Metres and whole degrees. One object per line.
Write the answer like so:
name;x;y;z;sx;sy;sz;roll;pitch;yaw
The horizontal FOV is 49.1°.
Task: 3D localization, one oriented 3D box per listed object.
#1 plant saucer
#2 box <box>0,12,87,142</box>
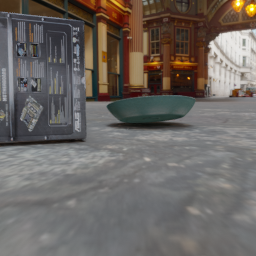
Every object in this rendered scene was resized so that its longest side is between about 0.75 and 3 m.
plant saucer;0.668;-0.471;8.103;2.569;0.462;2.569;-3;-5;0
box;-1.660;-0.854;5.055;1.739;2.196;0.531;-2;2;-20
